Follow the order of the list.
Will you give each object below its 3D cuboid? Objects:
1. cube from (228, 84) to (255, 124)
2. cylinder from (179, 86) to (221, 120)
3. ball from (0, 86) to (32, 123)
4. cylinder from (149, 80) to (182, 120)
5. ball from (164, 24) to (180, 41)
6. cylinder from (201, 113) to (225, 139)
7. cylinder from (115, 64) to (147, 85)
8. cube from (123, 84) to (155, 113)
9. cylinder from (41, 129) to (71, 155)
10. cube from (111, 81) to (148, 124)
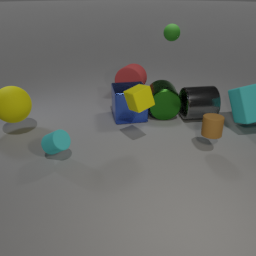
[{"bbox_3d":[4.961,-1.006,11.021,1.400,1.400,1.400,-13,3,2],"label":"cube"},{"bbox_3d":[3.048,-1.088,12.090,1.400,1.400,1.400,-4,28,-7],"label":"cylinder"},{"bbox_3d":[-4.397,-0.890,10.655,1.400,1.400,1.400,0,28,0],"label":"ball"},{"bbox_3d":[1.549,-1.264,12.408,1.400,1.400,1.400,-1,27,-2],"label":"cylinder"},{"bbox_3d":[1.845,-4.008,11.765,0.700,0.700,0.700,0,28,0],"label":"ball"},{"bbox_3d":[2.882,-0.070,9.547,0.700,0.700,0.700,1,22,0],"label":"cylinder"},{"bbox_3d":[0.168,-2.511,14.347,1.400,1.400,1.400,7,21,12],"label":"cylinder"},{"bbox_3d":[0.379,-1.020,9.570,0.700,0.700,0.700,-29,25,-20],"label":"cube"},{"bbox_3d":[-2.383,0.468,9.268,0.700,0.700,0.700,-20,13,38],"label":"cylinder"},{"bbox_3d":[0.059,-1.120,12.170,1.400,1.400,1.400,-5,28,-9],"label":"cube"}]
